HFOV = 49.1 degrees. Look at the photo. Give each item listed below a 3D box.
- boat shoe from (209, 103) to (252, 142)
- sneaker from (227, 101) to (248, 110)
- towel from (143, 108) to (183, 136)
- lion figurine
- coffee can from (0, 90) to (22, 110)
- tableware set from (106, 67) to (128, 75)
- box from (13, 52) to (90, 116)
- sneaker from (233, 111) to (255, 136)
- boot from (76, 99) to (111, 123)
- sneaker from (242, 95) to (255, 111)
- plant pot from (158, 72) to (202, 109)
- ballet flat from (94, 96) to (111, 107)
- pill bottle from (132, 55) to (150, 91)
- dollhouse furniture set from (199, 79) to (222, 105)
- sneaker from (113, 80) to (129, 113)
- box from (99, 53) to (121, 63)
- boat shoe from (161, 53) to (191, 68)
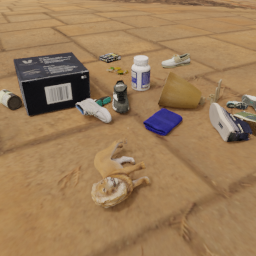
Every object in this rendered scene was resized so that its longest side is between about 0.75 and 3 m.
[{"bbox_3d":[4.051,-0.227,11.171,1.019,0.820,2.197,2,40,-9],"label":"boat shoe"},{"bbox_3d":[5.001,-1.099,12.803,0.930,0.361,0.401,10,31,14],"label":"sneaker"},{"bbox_3d":[1.452,-0.239,11.511,1.110,0.372,1.503,28,42,26],"label":"towel"},{"bbox_3d":[-0.479,1.315,8.693,1.764,1.043,2.880,-18,22,-13],"label":"lion figurine"},{"bbox_3d":[-5.408,-1.293,12.773,0.947,0.693,0.693,26,41,34],"label":"coffee can"},{"bbox_3d":[-0.608,-3.359,16.473,1.282,0.197,0.864,12,32,20],"label":"tableware set"},{"bbox_3d":[-3.587,-2.206,13.205,2.910,1.737,2.959,-13,36,-20],"label":"box"},{"bbox_3d":[5.071,-0.209,11.139,0.844,0.631,1.881,-25,37,-26],"label":"sneaker"},{"bbox_3d":[-1.485,-0.640,11.735,0.800,0.616,1.675,-23,44,-37],"label":"boot"},{"bbox_3d":[5.893,-1.104,12.618,0.650,0.571,1.623,-8,33,-17],"label":"sneaker"},{"bbox_3d":[2.385,-1.532,12.598,1.683,1.568,1.568,20,36,6],"label":"plant pot"},{"bbox_3d":[-1.290,-1.174,12.913,0.431,0.429,1.261,9,23,31],"label":"ballet flat"},{"bbox_3d":[0.661,-2.795,14.255,0.961,1.605,0.961,0,33,0],"label":"pill bottle"},{"bbox_3d":[3.613,-1.748,13.205,1.218,0.992,1.158,17,36,24],"label":"dollhouse furniture set"},{"bbox_3d":[-0.357,-1.530,12.850,0.744,1.013,2.240,-3,33,-2],"label":"sneaker"},{"bbox_3d":[-1.163,-4.573,18.234,1.133,0.278,0.913,-25,38,-33],"label":"box"},{"bbox_3d":[2.955,-4.184,17.262,1.969,0.673,0.736,-14,35,-20],"label":"boat shoe"}]
